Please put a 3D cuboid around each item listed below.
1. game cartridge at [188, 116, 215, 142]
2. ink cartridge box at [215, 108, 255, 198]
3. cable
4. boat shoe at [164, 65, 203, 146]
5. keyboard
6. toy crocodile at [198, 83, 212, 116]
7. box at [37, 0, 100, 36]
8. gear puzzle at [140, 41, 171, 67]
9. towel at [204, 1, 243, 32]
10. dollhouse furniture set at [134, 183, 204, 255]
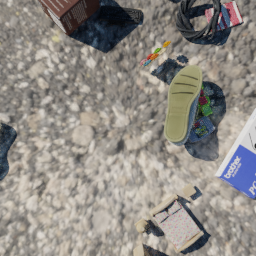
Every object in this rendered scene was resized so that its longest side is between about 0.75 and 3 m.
[{"bbox_3d":[2.583,0.055,10.077,1.011,0.207,0.673,-32,88,-3],"label":"game cartridge"},{"bbox_3d":[4.430,0.817,9.762,1.375,0.647,2.924,32,85,4],"label":"ink cartridge box"},{"bbox_3d":[2.585,-4.223,10.275,1.556,0.484,1.907,11,98,15],"label":"cable"},{"bbox_3d":[1.889,-0.752,9.592,1.058,0.968,2.831,14,76,23],"label":"boat shoe"},{"bbox_3d":[-0.288,-4.189,10.463,1.575,0.312,0.820,6,84,2],"label":"keyboard"},{"bbox_3d":[2.542,-1.189,10.014,0.542,0.495,1.605,-21,79,-3],"label":"toy crocodile"},{"bbox_3d":[-2.123,-4.558,9.927,1.714,1.422,1.408,-43,86,-4],"label":"box"},{"bbox_3d":[0.983,-2.618,9.752,1.354,0.701,0.177,-41,115,-4],"label":"gear puzzle"},{"bbox_3d":[3.605,-4.201,10.545,1.251,0.142,0.901,-18,85,-2],"label":"towel"},{"bbox_3d":[1.698,3.721,9.069,2.940,1.435,2.507,-36,86,-3],"label":"dollhouse furniture set"}]
